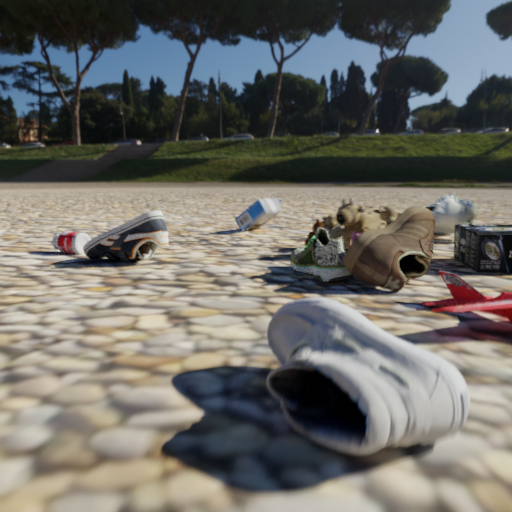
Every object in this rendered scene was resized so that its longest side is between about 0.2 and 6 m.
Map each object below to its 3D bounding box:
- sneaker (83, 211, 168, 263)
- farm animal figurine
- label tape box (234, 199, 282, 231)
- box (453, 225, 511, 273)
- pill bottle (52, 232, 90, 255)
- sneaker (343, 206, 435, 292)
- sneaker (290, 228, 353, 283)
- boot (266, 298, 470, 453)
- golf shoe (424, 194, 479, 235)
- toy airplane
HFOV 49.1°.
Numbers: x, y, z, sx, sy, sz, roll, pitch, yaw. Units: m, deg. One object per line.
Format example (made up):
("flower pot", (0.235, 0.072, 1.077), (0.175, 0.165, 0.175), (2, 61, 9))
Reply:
("sneaker", (-2.307, -0.165, 9.869), (1.732, 0.688, 0.679), (-23, -7, 25))
("farm animal figurine", (2.010, -0.552, 10.569), (2.076, 1.082, 2.053), (4, 10, 23))
("label tape box", (0.159, -1.092, 14.890), (0.920, 0.425, 1.285), (-37, -16, 29))
("box", (4.161, -0.155, 9.509), (1.236, 0.650, 1.509), (0, 9, 6))
("pill bottle", (-3.618, -0.254, 10.926), (0.748, 0.420, 0.420), (5, 10, 33))
("sneaker", (2.231, -0.033, 8.386), (0.926, 0.864, 2.452), (41, 39, 23))
("sneaker", (1.018, -0.079, 8.707), (0.647, 0.746, 1.683), (-3, 9, -19))
("boot", (0.413, 0.714, 3.766), (0.883, 0.680, 1.848), (2, 7, -34))
("golf shoe", (4.371, -1.012, 13.577), (1.281, 1.031, 2.634), (1, 4, 3))
("toy airplane", (2.605, 0.517, 6.040), (2.108, 0.388, 2.108), (-2, 9, 0))
